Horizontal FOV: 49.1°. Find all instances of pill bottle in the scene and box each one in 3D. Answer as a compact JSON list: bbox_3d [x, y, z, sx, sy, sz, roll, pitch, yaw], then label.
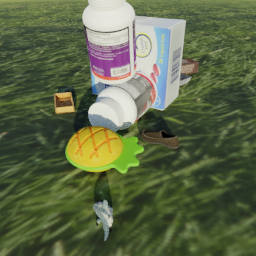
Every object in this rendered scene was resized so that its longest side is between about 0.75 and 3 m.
[{"bbox_3d":[-0.130,-0.714,8.038,1.249,1.249,2.256,15,33,24],"label":"pill bottle"},{"bbox_3d":[-0.374,-1.991,6.133,1.091,1.940,1.091,-2,47,2],"label":"pill bottle"}]

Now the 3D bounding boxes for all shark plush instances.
[{"bbox_3d":[-0.428,1.673,5.055,0.328,0.358,0.787,-21,52,2],"label":"shark plush"}]

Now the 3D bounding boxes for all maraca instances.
[{"bbox_3d":[-0.548,0.487,6.281,1.757,0.940,1.205,9,51,15],"label":"maraca"}]

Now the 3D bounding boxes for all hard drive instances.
[{"bbox_3d":[1.829,-1.897,11.099,1.216,0.257,0.820,-23,37,-34],"label":"hard drive"}]

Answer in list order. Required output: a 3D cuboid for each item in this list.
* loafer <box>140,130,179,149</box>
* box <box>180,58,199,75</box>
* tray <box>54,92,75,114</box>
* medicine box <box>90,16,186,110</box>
[{"bbox_3d":[0.841,0.206,7.316,1.077,0.384,0.393,14,33,23],"label":"loafer"},{"bbox_3d":[2.284,-2.616,12.111,1.392,0.522,0.697,-16,33,-23],"label":"box"},{"bbox_3d":[-2.136,-0.854,9.337,0.589,0.221,1.194,-8,30,-12],"label":"tray"},{"bbox_3d":[0.262,-2.280,9.404,2.848,2.594,1.466,15,33,24],"label":"medicine box"}]
